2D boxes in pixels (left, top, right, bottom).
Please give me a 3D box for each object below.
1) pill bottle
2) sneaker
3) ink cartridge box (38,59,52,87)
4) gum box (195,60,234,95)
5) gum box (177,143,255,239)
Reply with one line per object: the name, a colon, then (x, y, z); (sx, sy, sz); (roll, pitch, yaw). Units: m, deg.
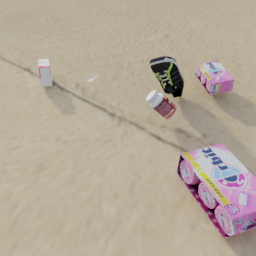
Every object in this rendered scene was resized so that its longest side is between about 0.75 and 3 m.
pill bottle: (0.961, -0.662, 7.966); (0.875, 0.494, 0.494); (38, 35, -18)
sneaker: (1.316, -1.491, 8.640); (0.713, 1.988, 0.823); (-12, 69, 31)
ink cartridge box: (-2.935, -1.967, 9.932); (0.408, 0.700, 0.962); (-8, 34, -15)
gum box: (2.873, -1.736, 9.449); (0.786, 0.458, 1.385); (-11, 43, -4)
gum box: (2.031, 1.269, 5.912); (1.123, 0.655, 1.979); (-12, 39, -18)
